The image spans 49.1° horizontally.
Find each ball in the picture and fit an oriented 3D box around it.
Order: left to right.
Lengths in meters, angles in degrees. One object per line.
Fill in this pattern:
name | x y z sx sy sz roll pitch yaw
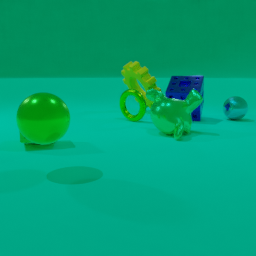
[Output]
ball | -1.367 -0.155 4.557 0.845 0.845 0.845 0 11 0
ball | 3.832 -0.708 10.008 0.853 0.853 0.853 0 11 0

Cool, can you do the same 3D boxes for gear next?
gear | 0.548 -1.742 11.590 0.385 2.084 2.084 -38 25 -17

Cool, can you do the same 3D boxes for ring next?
ring | 0.153 -0.782 9.639 1.144 1.144 0.229 10 21 40

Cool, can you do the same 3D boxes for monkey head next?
monkey head | 1.288 -0.503 7.653 1.145 1.367 1.900 10 37 -39

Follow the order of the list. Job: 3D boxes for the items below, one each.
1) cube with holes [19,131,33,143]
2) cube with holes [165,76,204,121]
cube with holes | -2.081 -0.061 6.502 0.766 0.766 0.766 -4 -3 -16
cube with holes | 2.052 -1.073 9.976 1.151 1.151 1.151 4 40 20
